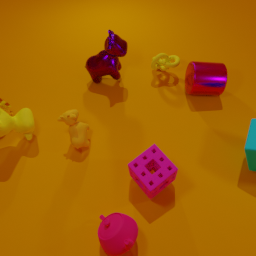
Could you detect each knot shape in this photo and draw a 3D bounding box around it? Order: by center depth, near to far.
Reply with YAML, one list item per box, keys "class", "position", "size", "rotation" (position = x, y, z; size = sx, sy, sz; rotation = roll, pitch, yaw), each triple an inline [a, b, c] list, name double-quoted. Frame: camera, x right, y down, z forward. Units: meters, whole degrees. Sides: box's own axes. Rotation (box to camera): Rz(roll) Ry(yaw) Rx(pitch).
- class: "knot shape"
  position: [1.349, -2.357, 10.018]
  size: [1.022, 1.092, 0.505]
  rotation: [-3, 93, 12]

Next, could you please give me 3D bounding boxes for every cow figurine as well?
- class: "cow figurine"
  position: [-3.565, -0.060, 7.913]
  size: [1.735, 1.707, 0.952]
  rotation: [-21, 72, 7]
- class: "cow figurine"
  position: [-1.523, 0.043, 8.011]
  size: [0.606, 1.086, 1.104]
  rotation: [-9, 78, 20]
- class: "cow figurine"
  position: [-0.767, -2.378, 9.444]
  size: [1.721, 1.694, 0.945]
  rotation: [-9, 52, 17]

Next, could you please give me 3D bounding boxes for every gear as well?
- class: "gear"
  position: [-4.057, -0.368, 8.465]
  size: [1.127, 1.127, 0.208]
  rotation: [-38, 51, -25]

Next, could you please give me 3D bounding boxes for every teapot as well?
- class: "teapot"
  position: [-0.259, 2.387, 6.413]
  size: [0.972, 0.765, 1.563]
  rotation: [-45, 27, -16]

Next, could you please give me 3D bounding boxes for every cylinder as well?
- class: "cylinder"
  position: [2.593, -1.660, 9.420]
  size: [1.098, 1.098, 1.098]
  rotation: [2, 53, -5]

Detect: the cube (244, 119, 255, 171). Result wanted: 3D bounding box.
- class: "cube"
  position: [3.818, 0.499, 7.464]
  size: [1.063, 1.063, 1.063]
  rotation: [4, 53, 34]

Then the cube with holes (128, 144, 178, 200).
- class: "cube with holes"
  position: [0.637, 1.152, 7.290]
  size: [0.887, 0.887, 0.887]
  rotation: [-36, 66, -14]
